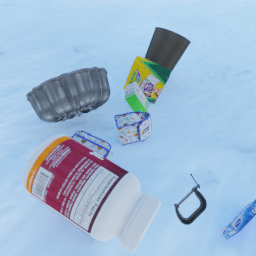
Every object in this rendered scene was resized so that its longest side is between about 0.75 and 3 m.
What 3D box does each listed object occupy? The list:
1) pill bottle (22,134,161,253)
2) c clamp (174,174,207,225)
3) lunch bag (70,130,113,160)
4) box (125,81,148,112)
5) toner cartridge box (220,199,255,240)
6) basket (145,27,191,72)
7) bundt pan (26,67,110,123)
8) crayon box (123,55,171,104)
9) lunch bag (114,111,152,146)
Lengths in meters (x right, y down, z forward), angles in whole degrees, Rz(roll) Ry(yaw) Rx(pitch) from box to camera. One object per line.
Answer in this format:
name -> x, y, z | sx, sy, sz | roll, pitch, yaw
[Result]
pill bottle -> -0.643, 1.194, 5.209 | 2.350, 1.327, 1.327 | 29, 44, 14
c clamp -> 1.154, 1.384, 5.296 | 0.800, 0.108, 0.684 | -41, 93, -24
lunch bag -> -1.004, 0.572, 6.888 | 1.173, 0.443, 0.940 | 25, 65, 23
box -> 0.265, -0.882, 8.689 | 0.400, 0.828, 0.731 | -23, 34, 21
toner cartridge box -> 2.250, 1.775, 5.496 | 0.941, 0.447, 0.203 | -26, 62, -32
basket -> 1.173, -2.439, 9.810 | 1.178, 1.732, 1.562 | 17, 13, -38
bundt pan -> -1.545, -0.812, 7.857 | 2.377, 0.892, 2.377 | -20, -2, -1
crayon box -> 0.563, -1.486, 8.806 | 1.159, 1.343, 0.392 | 23, 56, -2
lunch bag -> 0.177, -0.009, 7.498 | 0.934, 0.794, 0.579 | -13, 49, -3
